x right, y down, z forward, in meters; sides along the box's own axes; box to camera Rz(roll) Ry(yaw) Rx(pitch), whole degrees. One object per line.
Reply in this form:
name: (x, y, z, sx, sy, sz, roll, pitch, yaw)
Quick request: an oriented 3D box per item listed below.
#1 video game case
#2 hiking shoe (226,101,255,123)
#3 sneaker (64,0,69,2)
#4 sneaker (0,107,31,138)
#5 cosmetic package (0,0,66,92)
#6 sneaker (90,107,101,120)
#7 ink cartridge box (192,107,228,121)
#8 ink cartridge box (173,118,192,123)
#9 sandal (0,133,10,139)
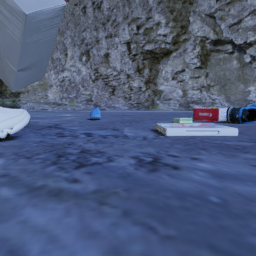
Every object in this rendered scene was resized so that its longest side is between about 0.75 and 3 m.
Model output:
video game case: (1.827, 0.021, 7.959, 1.827, 0.230, 2.005, 0, 4, -2)
hiking shoe: (5.668, -0.595, 12.615, 2.582, 0.961, 1.120, -13, 17, -26)
sneaker: (-2.317, -4.159, 9.013, 0.854, 0.417, 0.302, 13, 20, -10)
sneaker: (-3.401, -0.291, 5.748, 2.625, 1.064, 0.986, -3, 17, -16)
cosmetic package: (-2.701, -2.355, 6.982, 1.238, 1.466, 2.745, -38, -6, -38)
sneaker: (-1.851, -0.813, 15.745, 0.615, 0.731, 1.865, 1, 6, -9)
ink cartridge box: (4.292, -0.731, 14.759, 1.440, 0.688, 1.640, -5, 7, -39)
ink cartridge box: (2.590, -0.316, 12.457, 0.727, 0.239, 0.999, -2, 3, -29)
sandal: (-3.001, 0.136, 6.392, 0.352, 0.235, 0.860, -1, 5, 10)
